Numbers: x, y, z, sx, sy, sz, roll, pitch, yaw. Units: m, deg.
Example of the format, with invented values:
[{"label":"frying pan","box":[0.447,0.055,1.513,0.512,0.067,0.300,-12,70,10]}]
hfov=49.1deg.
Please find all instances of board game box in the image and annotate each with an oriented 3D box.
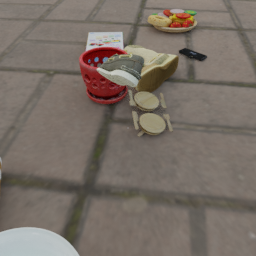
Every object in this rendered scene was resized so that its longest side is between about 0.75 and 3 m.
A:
[{"label":"board game box","box":[-0.966,-3.467,11.908,1.572,0.414,2.054,-1,42,-1]}]

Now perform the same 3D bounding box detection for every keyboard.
[{"label":"keyboard","box":[2.649,-3.042,11.655,1.131,0.145,0.679,30,44,31]}]

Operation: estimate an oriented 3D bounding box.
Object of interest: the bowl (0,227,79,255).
[{"label":"bowl","box":[-1.735,2.888,4.267,2.416,1.086,2.416,0,41,0]}]

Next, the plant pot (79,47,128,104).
[{"label":"plant pot","box":[-0.740,-1.700,9.160,1.579,1.438,1.579,0,42,0]}]

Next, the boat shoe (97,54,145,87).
[{"label":"boat shoe","box":[-0.195,-1.477,6.988,0.761,0.637,2.130,28,1,-25]}]

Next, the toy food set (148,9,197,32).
[{"label":"toy food set","box":[2.230,-5.348,13.825,2.351,0.572,2.327,11,40,15]}]

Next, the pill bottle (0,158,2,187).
[{"label":"pill bottle","box":[-3.314,1.372,5.982,1.072,1.072,1.875,-11,43,-12]}]

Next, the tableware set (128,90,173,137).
[{"label":"tableware set","box":[0.616,-0.432,8.578,1.183,0.359,1.790,4,46,-14]}]

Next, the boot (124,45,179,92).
[{"label":"boot","box":[0.441,-2.244,10.161,1.956,0.916,2.517,27,47,26]}]
